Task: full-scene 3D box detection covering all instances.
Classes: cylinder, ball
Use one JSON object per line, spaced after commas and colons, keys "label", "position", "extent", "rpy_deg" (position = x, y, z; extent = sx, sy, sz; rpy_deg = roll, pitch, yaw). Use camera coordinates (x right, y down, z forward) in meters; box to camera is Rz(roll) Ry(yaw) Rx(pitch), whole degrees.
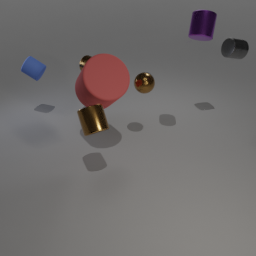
{"label": "cylinder", "position": [-3.666, -2.312, 10.896], "extent": [0.700, 0.700, 0.700], "rpy_deg": [32, 29, -11]}
{"label": "cylinder", "position": [-0.821, -1.365, 8.580], "extent": [1.400, 1.400, 1.400], "rpy_deg": [-13, -3, -21]}
{"label": "cylinder", "position": [-0.920, -0.207, 7.426], "extent": [0.700, 0.700, 0.700], "rpy_deg": [-17, 0, 0]}
{"label": "cylinder", "position": [3.931, -2.921, 10.320], "extent": [0.700, 0.700, 0.700], "rpy_deg": [0, 28, -25]}
{"label": "cylinder", "position": [2.140, -2.935, 8.052], "extent": [0.700, 0.700, 0.700], "rpy_deg": [9, 7, -1]}
{"label": "ball", "position": [0.546, -1.497, 9.324], "extent": [0.700, 0.700, 0.700], "rpy_deg": [0, 30, 0]}
{"label": "cylinder", "position": [-1.403, -2.397, 10.884], "extent": [0.700, 0.700, 0.700], "rpy_deg": [28, 40, 31]}
